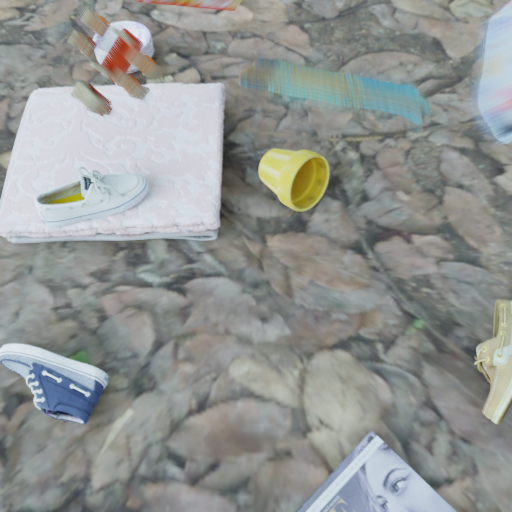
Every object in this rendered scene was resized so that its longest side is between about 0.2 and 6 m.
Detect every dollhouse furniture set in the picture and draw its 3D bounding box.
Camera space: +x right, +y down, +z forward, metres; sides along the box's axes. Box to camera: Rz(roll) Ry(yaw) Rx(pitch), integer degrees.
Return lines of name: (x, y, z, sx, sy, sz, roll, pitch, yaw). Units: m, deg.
dollhouse furniture set: (-2.401, -3.056, 9.279, 1.416, 0.729, 1.401, 41, 107, 7)

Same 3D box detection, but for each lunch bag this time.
lunch bag: (4.341, -2.974, 8.542, 1.298, 2.042, 1.732, 31, 60, 30)

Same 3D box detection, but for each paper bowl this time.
paper bowl: (-2.931, -4.573, 12.467, 1.284, 0.668, 1.284, 0, 56, 0)

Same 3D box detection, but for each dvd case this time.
dvd case: (1.805, 3.650, 7.248, 1.652, 0.177, 2.222, -38, 64, -22)

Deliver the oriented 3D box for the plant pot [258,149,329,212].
plant pot: (0.619, -1.482, 10.233, 1.070, 1.070, 1.007, -40, 50, -23)

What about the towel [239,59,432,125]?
towel: (1.050, -2.247, 7.505, 2.366, 0.257, 1.735, 12, 25, 4)

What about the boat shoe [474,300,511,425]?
boat shoe: (3.653, 1.523, 8.400, 0.688, 0.767, 2.072, 19, 53, 23)

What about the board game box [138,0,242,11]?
board game box: (-1.155, -4.481, 8.547, 1.747, 0.405, 1.324, -13, 78, -36)

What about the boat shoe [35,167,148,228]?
boat shoe: (-2.755, -1.120, 9.336, 1.882, 0.802, 0.695, -17, 58, -10)

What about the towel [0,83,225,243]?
towel: (-2.591, -1.893, 10.701, 3.995, 0.644, 3.815, -1, 57, -1)

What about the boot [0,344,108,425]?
boot: (-3.103, 1.859, 8.169, 1.712, 0.623, 0.773, 13, 52, 8)
